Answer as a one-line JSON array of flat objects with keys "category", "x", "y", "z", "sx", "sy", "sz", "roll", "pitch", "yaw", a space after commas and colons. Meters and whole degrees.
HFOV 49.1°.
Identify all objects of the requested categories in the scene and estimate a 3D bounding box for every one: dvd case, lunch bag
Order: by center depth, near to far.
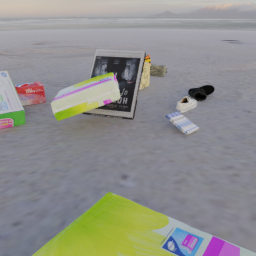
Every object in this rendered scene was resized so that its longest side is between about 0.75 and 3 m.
[{"category": "dvd case", "x": -0.460, "y": -1.478, "z": 9.122, "sx": 1.756, "sy": 2.337, "sz": 0.289, "roll": 7, "pitch": -16, "yaw": 15}, {"category": "lunch bag", "x": 1.602, "y": -3.067, "z": 14.734, "sx": 0.832, "sy": 0.580, "sz": 0.698, "roll": 9, "pitch": 27, "yaw": 19}]

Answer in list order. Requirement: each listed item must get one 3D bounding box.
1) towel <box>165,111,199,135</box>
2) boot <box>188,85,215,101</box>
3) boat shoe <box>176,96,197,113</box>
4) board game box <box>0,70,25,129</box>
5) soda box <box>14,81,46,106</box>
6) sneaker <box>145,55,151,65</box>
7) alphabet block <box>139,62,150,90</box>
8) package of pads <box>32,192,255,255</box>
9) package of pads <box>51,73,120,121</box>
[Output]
[{"category": "towel", "x": 1.597, "y": -0.170, "z": 8.223, "sx": 0.657, "sy": 0.107, "sz": 0.895, "roll": -18, "pitch": 51, "yaw": -40}, {"category": "boot", "x": 2.994, "y": -1.381, "z": 11.048, "sx": 1.122, "sy": 0.422, "sz": 0.839, "roll": -13, "pitch": 18, "yaw": -2}, {"category": "boat shoe", "x": 2.101, "y": -0.911, "z": 9.993, "sx": 0.441, "sy": 0.434, "sz": 1.243, "roll": 20, "pitch": 30, "yaw": 37}, {"category": "board game box", "x": -4.873, "y": -0.751, "z": 8.446, "sx": 2.900, "sy": 0.585, "sz": 2.219, "roll": -13, "pitch": 49, "yaw": -28}, {"category": "soda box", "x": -4.117, "y": -1.177, "z": 10.242, "sx": 2.045, "sy": 0.716, "sz": 0.648, "roll": -14, "pitch": 27, "yaw": -29}, {"category": "sneaker", "x": 0.665, "y": -4.212, "z": 17.055, "sx": 1.809, "sy": 0.814, "sz": 0.633, "roll": 20, "pitch": 31, "yaw": 38}, {"category": "alphabet block", "x": 0.219, "y": -2.335, "z": 12.426, "sx": 1.127, "sy": 1.121, "sz": 1.148, "roll": 16, "pitch": 29, "yaw": 28}, {"category": "package of pads", "x": -0.197, "y": 1.956, "z": 2.763, "sx": 2.214, "sy": 0.977, "sz": 2.866, "roll": 15, "pitch": 28, "yaw": 30}, {"category": "package of pads", "x": -1.188, "y": -0.966, "z": 8.118, "sx": 1.889, "sy": 0.644, "sz": 1.459, "roll": -18, "pitch": 20, "yaw": 3}]
